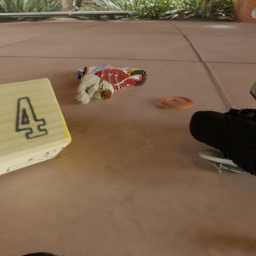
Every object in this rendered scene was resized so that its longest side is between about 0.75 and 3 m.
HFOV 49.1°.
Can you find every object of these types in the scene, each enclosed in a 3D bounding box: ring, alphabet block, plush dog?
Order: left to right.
[{"bbox_3d":[-2.572,0.011,6.508,1.692,1.661,1.653,-17,-9,-36],"label":"alphabet block"},{"bbox_3d":[-1.307,-1.738,11.796,1.470,1.373,1.712,17,22,-12],"label":"plush dog"},{"bbox_3d":[2.007,-1.027,11.475,1.337,0.128,1.337,1,27,0],"label":"ring"}]

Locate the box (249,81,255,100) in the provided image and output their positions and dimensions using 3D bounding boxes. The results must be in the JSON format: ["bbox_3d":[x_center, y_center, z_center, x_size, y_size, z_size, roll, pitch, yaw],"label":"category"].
[{"bbox_3d":[5.212,-0.485,7.491,2.971,1.559,2.732,29,26,-6],"label":"box"}]

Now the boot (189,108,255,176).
[{"bbox_3d":[3.378,0.213,7.383,2.250,1.133,3.010,0,25,-35],"label":"boot"}]

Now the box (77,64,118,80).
[{"bbox_3d":[-1.608,-2.930,14.979,2.269,0.471,1.351,-19,32,-37],"label":"box"}]

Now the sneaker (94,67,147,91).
[{"bbox_3d":[-0.440,-2.391,13.430,2.703,1.052,1.110,-6,21,-33],"label":"sneaker"}]

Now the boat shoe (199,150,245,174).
[{"bbox_3d":[2.427,0.887,7.244,1.211,0.414,0.447,12,25,8],"label":"boat shoe"}]

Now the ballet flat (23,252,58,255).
[{"bbox_3d":[-0.864,2.360,4.260,2.364,0.672,0.786,-1,55,7],"label":"ballet flat"}]
